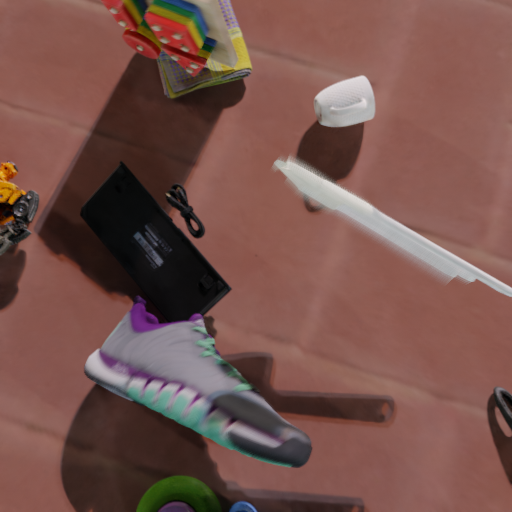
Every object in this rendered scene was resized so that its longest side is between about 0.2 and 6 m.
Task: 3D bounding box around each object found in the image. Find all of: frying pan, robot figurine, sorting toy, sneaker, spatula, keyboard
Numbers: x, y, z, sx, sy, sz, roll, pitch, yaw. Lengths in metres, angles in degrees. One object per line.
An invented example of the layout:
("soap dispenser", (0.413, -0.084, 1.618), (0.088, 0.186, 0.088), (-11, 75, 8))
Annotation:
("frying pan", (5.030, 3.715, 7.762), (2.454, 0.660, 4.056), (3, 62, -17))
("robot figurine", (-4.702, -0.380, 8.854), (1.982, 0.796, 2.734), (36, 79, 9))
("sorting toy", (-1.434, -3.599, 8.846), (1.939, 1.927, 0.675), (25, 86, 11))
("sneaker", (-0.711, 1.607, 7.772), (3.514, 1.308, 1.538), (18, 68, 22))
("spatula", (1.602, -0.419, 7.065), (3.044, 2.116, 0.244), (29, 93, -6))
("sorting toy", (-0.575, 4.065, 7.572), (2.533, 1.040, 1.522), (41, 79, 10))
("keyboard", (-1.473, -0.284, 8.847), (1.619, 0.346, 2.697), (-44, 81, 16))

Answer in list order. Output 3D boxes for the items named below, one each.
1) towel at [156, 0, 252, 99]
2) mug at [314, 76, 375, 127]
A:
("towel", (-1.078, -3.944, 10.003), (1.602, 0.254, 2.231), (-16, 76, 1))
("mug", (1.475, -2.503, 9.322), (0.872, 0.994, 0.734), (-16, 114, -3))
